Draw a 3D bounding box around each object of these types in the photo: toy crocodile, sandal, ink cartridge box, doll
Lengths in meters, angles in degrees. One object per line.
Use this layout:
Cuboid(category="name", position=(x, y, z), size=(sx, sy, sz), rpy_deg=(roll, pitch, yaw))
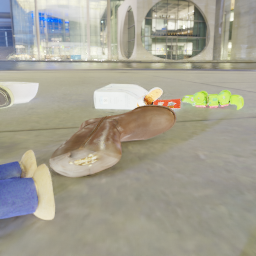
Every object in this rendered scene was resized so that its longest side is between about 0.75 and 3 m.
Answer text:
Cuboid(category="toy crocodile", position=(3.002, -0.995, 10.025), size=(2.124, 0.656, 0.717), rpy_deg=(1, 12, 22))
Cuboid(category="sandal", position=(0.623, -0.850, 8.842), size=(0.453, 1.183, 0.339), rpy_deg=(32, 47, -14))
Cuboid(category="ink cartridge box", position=(0.481, -1.226, 10.585), size=(2.977, 0.704, 2.383), rpy_deg=(1, 14, 11))
Cuboid(category="doll", position=(-2.214, 0.815, 2.523), size=(2.897, 0.702, 1.977), rpy_deg=(-8, 16, -31))

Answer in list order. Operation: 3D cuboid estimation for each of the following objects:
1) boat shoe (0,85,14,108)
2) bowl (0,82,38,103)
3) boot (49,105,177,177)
Cuboid(category="boat shoe", position=(-5.086, -0.993, 9.566), size=(2.532, 0.927, 0.820), rpy_deg=(3, 26, 20))
Cuboid(category="bowl", position=(-4.849, -1.395, 10.944), size=(2.105, 0.786, 2.102), rpy_deg=(8, 12, 25))
Cuboid(category="boot", position=(-0.083, 0.166, 4.992), size=(2.125, 0.732, 2.280), rpy_deg=(-12, 10, 6))
